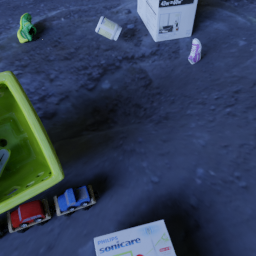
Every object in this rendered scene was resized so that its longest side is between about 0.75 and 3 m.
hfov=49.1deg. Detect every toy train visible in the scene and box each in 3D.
[{"bbox_3d":[-1.986,1.766,5.759,2.874,0.658,0.490,-16,52,-13],"label":"toy train"}]

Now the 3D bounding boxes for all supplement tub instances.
[{"bbox_3d":[-0.668,-3.433,9.707,0.790,0.572,0.572,24,50,-13],"label":"supplement tub"}]

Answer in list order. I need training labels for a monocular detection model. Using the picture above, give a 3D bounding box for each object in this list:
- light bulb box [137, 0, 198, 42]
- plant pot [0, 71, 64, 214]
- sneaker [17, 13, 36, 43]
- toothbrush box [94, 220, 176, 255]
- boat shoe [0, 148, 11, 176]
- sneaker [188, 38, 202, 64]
[{"bbox_3d":[1.368,-4.890,10.188,1.499,2.401,2.380,-12,52,-10],"label":"light bulb box"},{"bbox_3d":[-2.696,0.407,5.602,2.221,2.015,2.210,-26,95,-11],"label":"plant pot"},{"bbox_3d":[-3.715,-3.704,10.468,0.602,0.534,1.441,-2,59,-4],"label":"sneaker"},{"bbox_3d":[0.258,2.757,4.842,1.358,0.803,1.865,-11,49,-9],"label":"toothbrush box"},{"bbox_3d":[-2.838,0.890,6.066,0.366,0.332,0.995,37,87,-6],"label":"boat shoe"},{"bbox_3d":[2.168,-2.480,9.184,0.463,0.812,0.294,-37,42,-23],"label":"sneaker"}]
